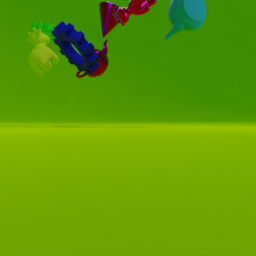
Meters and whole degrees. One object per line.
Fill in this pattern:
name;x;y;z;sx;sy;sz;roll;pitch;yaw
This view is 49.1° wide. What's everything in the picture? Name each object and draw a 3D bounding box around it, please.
cow figurine;0.148;-3.339;7.801;1.066;0.594;1.083;-6;36;42
teapot;1.659;-3.379;8.290;1.168;1.878;0.920;37;-18;-23
cone;-0.784;-4.060;10.948;1.169;1.173;1.169;20;-2;1
teapot;-1.455;-2.879;11.896;1.263;2.031;0.995;46;5;22
gear;-1.818;-2.742;9.763;0.357;1.929;1.929;-48;21;-19
cow figurine;-3.396;-2.945;10.668;0.868;1.555;1.581;-25;24;31
gear;-3.248;-3.919;11.531;1.400;0.259;1.400;12;-5;1
